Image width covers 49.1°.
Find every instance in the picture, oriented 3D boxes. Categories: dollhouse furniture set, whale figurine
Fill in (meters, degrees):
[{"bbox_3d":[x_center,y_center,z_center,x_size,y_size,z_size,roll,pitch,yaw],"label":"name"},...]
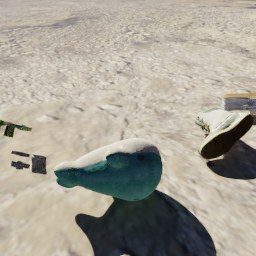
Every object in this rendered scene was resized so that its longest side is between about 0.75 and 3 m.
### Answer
[{"bbox_3d":[-2.940,0.066,7.219,0.770,0.387,0.505,12,-6,12],"label":"dollhouse furniture set"},{"bbox_3d":[-0.331,0.953,5.510,2.126,1.691,1.103,-8,66,-16],"label":"whale figurine"}]

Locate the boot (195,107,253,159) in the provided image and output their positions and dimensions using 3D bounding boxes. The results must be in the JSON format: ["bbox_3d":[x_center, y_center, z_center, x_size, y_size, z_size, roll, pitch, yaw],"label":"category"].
[{"bbox_3d":[2.230,0.066,7.485,1.763,0.635,1.363,-35,30,-17],"label":"boot"}]

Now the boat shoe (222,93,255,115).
[{"bbox_3d":[4.022,-0.744,8.953,1.913,0.663,0.677,4,22,23],"label":"boat shoe"}]
